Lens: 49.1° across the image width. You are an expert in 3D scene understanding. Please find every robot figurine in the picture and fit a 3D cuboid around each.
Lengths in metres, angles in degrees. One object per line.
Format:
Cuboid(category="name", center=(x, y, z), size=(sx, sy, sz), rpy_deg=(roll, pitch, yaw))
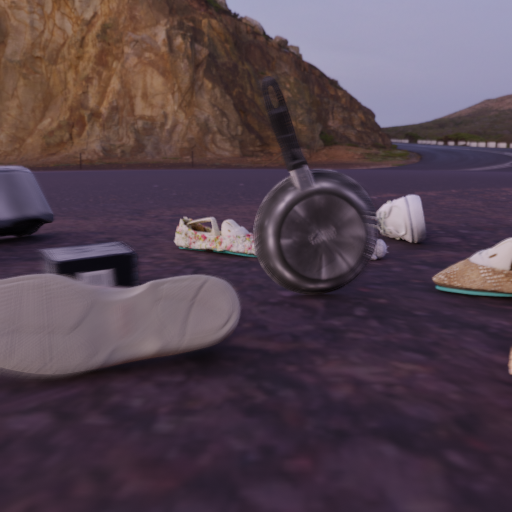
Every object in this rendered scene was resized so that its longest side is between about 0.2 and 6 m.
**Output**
Cuboid(category="robot figurine", center=(1.974, -0.121, 9.670), size=(0.617, 0.349, 0.523), rpy_deg=(2, 45, 12))

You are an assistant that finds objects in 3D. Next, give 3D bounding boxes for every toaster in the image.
Cuboid(category="toaster", center=(-5.225, -1.048, 11.376), size=(1.127, 1.282, 1.984), rpy_deg=(-24, -3, 33))

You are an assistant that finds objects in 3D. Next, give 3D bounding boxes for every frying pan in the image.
Cuboid(category="frying pan", center=(0.817, -0.784, 6.950), size=(1.629, 2.693, 0.438), rpy_deg=(2, 13, -8))

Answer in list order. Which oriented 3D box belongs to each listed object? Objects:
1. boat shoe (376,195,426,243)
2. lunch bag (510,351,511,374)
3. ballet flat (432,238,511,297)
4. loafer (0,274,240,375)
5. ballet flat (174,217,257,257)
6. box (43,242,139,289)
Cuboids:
Cuboid(category="boat shoe", center=(2.919, -0.677, 11.604), size=(0.863, 0.951, 2.586), rpy_deg=(-10, -2, 9))
Cuboid(category="lunch bag", center=(3.416, 0.587, 4.397), size=(2.694, 1.104, 2.373), rpy_deg=(-5, 8, -28))
Cuboid(category="ballet flat", center=(3.477, 0.171, 7.001), size=(2.444, 0.798, 0.862), rpy_deg=(6, 13, 29))
Cuboid(category="loafer", center=(-1.359, 0.657, 4.953), size=(2.398, 0.862, 0.754), rpy_deg=(-2, -24, -9))
Cuboid(category="ballet flat", center=(-0.700, -0.373, 10.254), size=(1.981, 0.633, 0.749), rpy_deg=(7, 13, 28))
Cuboid(category="box", center=(-2.110, 0.222, 7.151), size=(1.010, 0.623, 1.002), rpy_deg=(-7, 14, -25))
